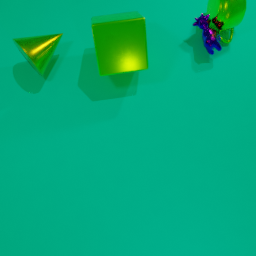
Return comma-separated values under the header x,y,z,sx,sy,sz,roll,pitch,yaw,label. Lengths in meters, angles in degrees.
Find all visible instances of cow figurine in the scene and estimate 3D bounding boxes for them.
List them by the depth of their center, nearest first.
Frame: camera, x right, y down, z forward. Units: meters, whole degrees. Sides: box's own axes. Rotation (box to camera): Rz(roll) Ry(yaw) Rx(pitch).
x,y,z,sx,sy,sz,roll,pitch,yaw,label
2.282,-2.715,8.035,0.548,0.982,0.998,-24,43,35,cow figurine

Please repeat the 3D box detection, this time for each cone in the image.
x,y,z,sx,sy,sz,roll,pitch,yaw,label
-2.274,-2.269,7.725,1.215,1.211,1.211,-40,76,-11,cone

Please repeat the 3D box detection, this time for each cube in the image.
x,y,z,sx,sy,sz,roll,pitch,yaw,label
-0.232,-2.273,7.458,1.304,1.304,1.304,-9,30,-3,cube

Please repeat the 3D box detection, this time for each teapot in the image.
x,y,z,sx,sy,sz,roll,pitch,yaw,label
2.924,-3.531,8.116,1.017,1.291,2.077,-2,108,-6,teapot
